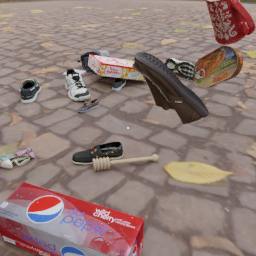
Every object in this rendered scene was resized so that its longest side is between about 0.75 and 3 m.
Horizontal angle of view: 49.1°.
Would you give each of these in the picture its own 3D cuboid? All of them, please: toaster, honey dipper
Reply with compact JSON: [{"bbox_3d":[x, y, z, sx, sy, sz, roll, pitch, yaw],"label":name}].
[{"bbox_3d":[-1.800,-3.752,15.508,1.735,0.986,1.121,-2,15,35],"label":"toaster"},{"bbox_3d":[-0.042,0.977,8.393,2.005,0.381,0.381,-6,31,-14],"label":"honey dipper"}]

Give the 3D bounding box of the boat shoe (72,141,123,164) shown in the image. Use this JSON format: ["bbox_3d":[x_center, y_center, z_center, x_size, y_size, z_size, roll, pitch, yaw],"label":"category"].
[{"bbox_3d":[-0.942,0.741,8.649,1.598,0.501,0.585,-8,32,-11],"label":"boat shoe"}]

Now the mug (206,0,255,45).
[{"bbox_3d":[3.565,-3.978,9.641,1.588,1.789,1.194,6,60,39],"label":"mug"}]

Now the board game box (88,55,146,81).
[{"bbox_3d":[-0.435,-3.017,14.079,2.712,0.628,2.055,2,23,-25],"label":"board game box"}]

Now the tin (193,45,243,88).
[{"bbox_3d":[3.115,-2.101,9.819,0.423,1.130,2.019,-2,-9,-30],"label":"tin"}]

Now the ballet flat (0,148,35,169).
[{"bbox_3d":[-3.398,0.973,8.398,1.215,0.420,0.432,-18,55,-28],"label":"ballet flat"}]

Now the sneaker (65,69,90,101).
[{"bbox_3d":[-2.400,-2.000,12.731,0.863,1.000,2.281,-15,35,-26],"label":"sneaker"}]

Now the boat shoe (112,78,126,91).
[{"bbox_3d":[-0.427,-2.264,13.714,0.514,0.424,1.496,6,31,9],"label":"boat shoe"}]

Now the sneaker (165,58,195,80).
[{"bbox_3d":[3.083,-3.255,15.085,1.012,0.878,2.283,-12,35,-38],"label":"sneaker"}]

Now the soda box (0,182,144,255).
[{"bbox_3d":[-1.216,2.131,5.848,2.983,0.946,1.044,12,34,18],"label":"soda box"}]

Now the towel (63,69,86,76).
[{"bbox_3d":[-2.871,-2.970,15.168,0.951,0.153,0.909,15,34,25],"label":"towel"}]

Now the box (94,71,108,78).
[{"bbox_3d":[-1.179,-3.022,15.167,0.963,0.237,0.997,-19,35,-31],"label":"box"}]

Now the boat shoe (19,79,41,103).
[{"bbox_3d":[-4.484,-1.892,12.855,0.832,0.664,2.201,-7,32,-12],"label":"boat shoe"}]

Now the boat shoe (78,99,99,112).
[{"bbox_3d":[-1.643,-0.962,11.588,0.372,0.373,1.030,26,40,36],"label":"boat shoe"}]

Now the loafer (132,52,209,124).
[{"bbox_3d":[0.599,-0.529,4.320,1.539,0.546,0.562,39,23,-21],"label":"loafer"}]
